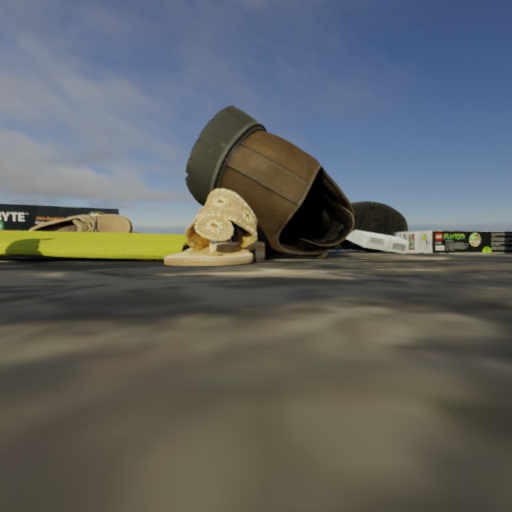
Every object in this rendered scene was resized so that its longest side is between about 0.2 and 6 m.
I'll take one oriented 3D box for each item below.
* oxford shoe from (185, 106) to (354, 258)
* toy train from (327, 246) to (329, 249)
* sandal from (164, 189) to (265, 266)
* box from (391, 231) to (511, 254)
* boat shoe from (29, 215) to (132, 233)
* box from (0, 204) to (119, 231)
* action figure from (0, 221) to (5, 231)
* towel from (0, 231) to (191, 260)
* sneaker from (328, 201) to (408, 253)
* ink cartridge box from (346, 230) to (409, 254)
[{"bbox_3d":[0.418,-0.427,6.860,1.535,1.322,3.637,31,2,15],"label":"oxford shoe"},{"bbox_3d":[1.013,-0.196,10.921,0.826,0.358,0.472,-1,-5,-25],"label":"toy train"},{"bbox_3d":[-0.320,-0.267,5.083,0.742,0.665,2.023,0,1,11],"label":"sandal"},{"bbox_3d":[4.610,-0.296,12.464,2.771,0.481,1.525,-1,1,-19],"label":"box"},{"bbox_3d":[-2.930,-0.368,9.440,1.791,0.638,0.578,-14,-6,-26],"label":"boat shoe"},{"bbox_3d":[-5.234,-0.510,11.525,3.182,0.921,4.003,-1,1,-45],"label":"box"},{"bbox_3d":[-4.578,-0.323,7.737,2.944,0.805,1.739,4,-1,23],"label":"action figure"},{"bbox_3d":[-2.528,-0.072,6.016,3.814,0.344,1.641,1,6,3],"label":"towel"},{"bbox_3d":[1.435,-0.679,13.503,3.988,1.198,2.080,-1,2,-20],"label":"sneaker"},{"bbox_3d":[2.454,-0.392,11.917,1.030,0.304,1.286,7,13,-21],"label":"ink cartridge box"}]
